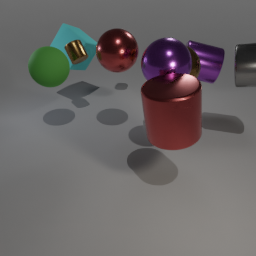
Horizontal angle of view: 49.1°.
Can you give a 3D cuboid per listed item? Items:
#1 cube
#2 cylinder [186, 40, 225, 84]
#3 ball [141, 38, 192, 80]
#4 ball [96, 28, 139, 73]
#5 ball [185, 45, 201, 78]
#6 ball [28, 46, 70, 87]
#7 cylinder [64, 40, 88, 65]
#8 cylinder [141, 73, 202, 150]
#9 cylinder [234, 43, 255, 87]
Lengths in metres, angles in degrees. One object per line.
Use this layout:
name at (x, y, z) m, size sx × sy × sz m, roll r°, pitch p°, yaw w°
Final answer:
cube at (-2.363, -3.542, 12.429) m, size 1.400 × 1.400 × 1.400 m, roll 40°, pitch 20°, yaw 9°
cylinder at (2.849, -2.579, 10.993) m, size 1.400 × 1.400 × 1.400 m, roll 14°, pitch 32°, yaw 1°
ball at (1.062, -1.778, 7.778) m, size 1.400 × 1.400 × 1.400 m, roll 0°, pitch 31°, yaw 0°
ball at (-0.350, -2.522, 9.171) m, size 1.400 × 1.400 × 1.400 m, roll 0°, pitch 31°, yaw 0°
ball at (1.631, -1.968, 9.050) m, size 1.400 × 1.400 × 1.400 m, roll 0°, pitch 31°, yaw 0°
ball at (-2.743, -2.123, 9.768) m, size 1.400 × 1.400 × 1.400 m, roll 0°, pitch 31°, yaw 0°
cylinder at (-1.989, -2.924, 10.801) m, size 0.700 × 0.700 × 0.700 m, roll -27°, pitch 1°, yaw 1°
cylinder at (1.078, -0.415, 6.824) m, size 1.400 × 1.400 × 1.400 m, roll -7°, pitch 34°, yaw 5°
cylinder at (4.236, -2.041, 9.073) m, size 1.400 × 1.400 × 1.400 m, roll 2°, pitch 29°, yaw 24°
